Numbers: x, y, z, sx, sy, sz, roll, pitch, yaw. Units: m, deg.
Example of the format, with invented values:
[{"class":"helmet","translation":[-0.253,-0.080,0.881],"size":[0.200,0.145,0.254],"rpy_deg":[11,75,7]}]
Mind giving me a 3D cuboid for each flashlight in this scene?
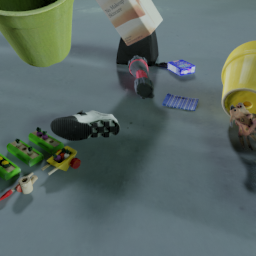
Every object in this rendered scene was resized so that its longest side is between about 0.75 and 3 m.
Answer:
[{"class":"flashlight","translation":[0.437,-1.877,10.079],"size":[0.789,0.792,2.332],"rpy_deg":[-8,33,3]}]

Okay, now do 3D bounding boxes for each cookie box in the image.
[{"class":"cookie box","translation":[2.168,-2.470,11.410],"size":[0.756,0.332,0.884],"rpy_deg":[-16,36,-23]}]

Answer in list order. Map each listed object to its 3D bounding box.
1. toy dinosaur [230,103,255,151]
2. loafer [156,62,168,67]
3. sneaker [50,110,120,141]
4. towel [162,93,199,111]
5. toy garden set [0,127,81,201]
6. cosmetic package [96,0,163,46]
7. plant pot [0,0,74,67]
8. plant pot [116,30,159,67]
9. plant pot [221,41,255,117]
[{"class":"toy dinosaur","translation":[3.530,0.246,6.742],"size":[1.504,0.952,2.219],"rpy_deg":[-25,51,-23]},{"class":"loafer","translation":[1.601,-2.727,11.896],"size":[0.772,0.243,0.277],"rpy_deg":[5,33,7]},{"class":"sneaker","translation":[-1.161,-0.119,7.521],"size":[1.785,0.661,0.790],"rpy_deg":[2,32,-15]},{"class":"towel","translation":[1.709,-0.850,9.090],"size":[1.078,0.129,0.780],"rpy_deg":[12,35,17]},{"class":"toy garden set","translation":[-2.375,0.748,6.304],"size":[1.856,0.444,2.226],"rpy_deg":[24,40,33]},{"class":"cosmetic package","translation":[-0.092,-4.528,10.166],"size":[1.350,2.612,1.140],"rpy_deg":[-11,36,49]},{"class":"plant pot","translation":[-1.657,-2.025,4.992],"size":[1.785,1.695,1.785],"rpy_deg":[1,66,-3]},{"class":"plant pot","translation":[0.468,-3.744,12.332],"size":[1.685,1.498,1.689],"rpy_deg":[7,33,10]},{"class":"plant pot","translation":[3.640,-1.217,8.188],"size":[1.984,1.984,1.867],"rpy_deg":[16,52,23]}]
